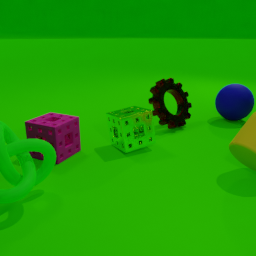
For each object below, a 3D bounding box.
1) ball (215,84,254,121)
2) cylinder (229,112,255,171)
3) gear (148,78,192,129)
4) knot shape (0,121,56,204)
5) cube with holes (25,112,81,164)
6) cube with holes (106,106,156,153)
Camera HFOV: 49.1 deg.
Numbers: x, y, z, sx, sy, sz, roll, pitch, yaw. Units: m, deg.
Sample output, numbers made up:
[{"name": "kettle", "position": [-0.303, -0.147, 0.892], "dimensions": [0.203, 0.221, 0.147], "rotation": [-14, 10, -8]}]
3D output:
[{"name": "ball", "position": [3.218, -0.779, 8.479], "dimensions": [1.114, 1.114, 1.114], "rotation": [0, 19, 0]}, {"name": "cylinder", "position": [2.468, 0.258, 5.189], "dimensions": [0.843, 0.843, 0.843], "rotation": [-48, 37, -12]}, {"name": "gear", "position": [1.205, -0.693, 7.865], "dimensions": [1.412, 1.412, 0.261], "rotation": [-16, -2, -38]}, {"name": "knot shape", "position": [-1.796, 0.445, 4.361], "dimensions": [0.599, 1.212, 1.296], "rotation": [-21, 6, 34]}, {"name": "cube with holes", "position": [-1.632, 0.192, 6.192], "dimensions": [0.818, 0.818, 0.818], "rotation": [9, 21, 25]}, {"name": "cube with holes", "position": [0.061, -0.001, 6.545], "dimensions": [0.796, 0.796, 0.796], "rotation": [-16, 18, -25]}]
